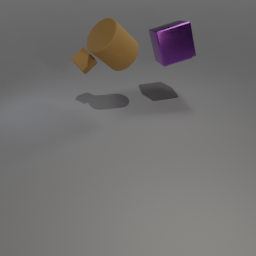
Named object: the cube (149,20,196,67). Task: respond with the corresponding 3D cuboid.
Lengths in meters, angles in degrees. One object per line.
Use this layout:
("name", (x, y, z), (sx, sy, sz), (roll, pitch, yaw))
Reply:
("cube", (1.809, -3.519, 11.578), (1.400, 1.400, 1.400), (-17, 24, -2))

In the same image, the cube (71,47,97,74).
("cube", (-1.781, -2.737, 11.422), (0.700, 0.700, 0.700), (-44, -1, 0))

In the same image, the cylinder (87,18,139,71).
("cylinder", (-0.551, -3.036, 10.307), (1.400, 1.400, 1.400), (31, 2, 41))
